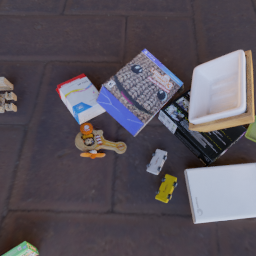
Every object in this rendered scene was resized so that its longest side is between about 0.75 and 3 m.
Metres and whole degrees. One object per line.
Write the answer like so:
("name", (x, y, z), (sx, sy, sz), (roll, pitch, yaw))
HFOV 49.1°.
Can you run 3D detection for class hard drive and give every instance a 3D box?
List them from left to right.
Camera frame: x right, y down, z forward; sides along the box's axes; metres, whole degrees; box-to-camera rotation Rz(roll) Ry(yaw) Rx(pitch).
("hard drive", (3.509, 2.218, 9.764), (2.771, 0.370, 1.828), (-5, 67, -3))

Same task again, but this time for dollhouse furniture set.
("dollhouse furniture set", (-5.488, -1.334, 12.106), (1.343, 0.952, 1.463), (-3, 78, -1))

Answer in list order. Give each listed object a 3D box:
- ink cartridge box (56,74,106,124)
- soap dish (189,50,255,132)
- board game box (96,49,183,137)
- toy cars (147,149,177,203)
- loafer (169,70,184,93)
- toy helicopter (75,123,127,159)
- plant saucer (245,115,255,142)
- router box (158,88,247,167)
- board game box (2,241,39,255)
("ink cartridge box", (-2.095, -1.420, 12.004), (1.334, 0.772, 2.296), (-29, 62, -19))
("soap dish", (3.438, -1.251, 10.154), (2.251, 1.162, 2.861), (-15, 50, 40))
("board game box", (0.467, -1.439, 11.252), (2.158, 1.311, 2.707), (42, 61, 2))
("toy cars", (1.230, 1.752, 10.175), (0.935, 0.462, 2.086), (-17, 54, 1))
("loafer", (2.002, -2.270, 12.694), (0.542, 0.560, 1.597), (-28, 61, -17))
("toy helicopter", (-1.050, 0.669, 10.726), (1.984, 0.783, 1.312), (12, 54, -3))
("plant saucer", (5.411, 0.224, 11.251), (1.204, 0.288, 1.202), (27, 61, 17))
("router box", (2.902, -0.157, 11.098), (2.081, 0.712, 2.790), (-35, 70, -20))
("board game box", (-3.626, 4.058, 8.246), (1.766, 1.188, 0.257), (-29, 61, -18))
